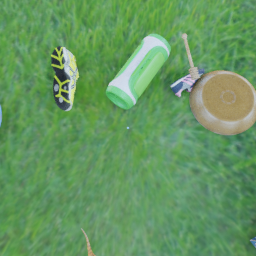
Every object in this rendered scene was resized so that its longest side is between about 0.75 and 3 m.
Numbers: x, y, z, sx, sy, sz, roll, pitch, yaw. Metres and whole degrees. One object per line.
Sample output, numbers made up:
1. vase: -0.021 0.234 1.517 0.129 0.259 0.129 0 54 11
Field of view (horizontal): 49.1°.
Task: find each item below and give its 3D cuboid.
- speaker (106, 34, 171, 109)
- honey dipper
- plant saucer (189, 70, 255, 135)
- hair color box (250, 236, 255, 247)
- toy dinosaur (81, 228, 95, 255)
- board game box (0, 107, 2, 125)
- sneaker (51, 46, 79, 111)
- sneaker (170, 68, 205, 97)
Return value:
1. speaker: 0.298 -1.552 7.654 0.930 0.930 2.103 33 75 10
2. honey dipper: 1.615 -1.872 7.327 0.234 0.234 1.231 -13 86 -4
3. plant saucer: 2.707 -0.792 7.706 1.964 0.348 1.964 0 72 0
4. hair color box: 4.386 2.448 6.415 2.663 0.806 1.331 -30 75 -9
5. toy dinosaur: -0.830 2.957 6.348 0.370 0.651 1.225 -1 31 -19
6. board game box: -4.268 -0.139 7.496 2.023 0.394 1.599 -8 77 3
7. sneaker: -1.617 -1.337 7.646 0.680 0.689 1.803 -13 76 35
8. sneaker: 1.735 -1.279 7.900 1.122 0.393 0.460 -30 93 -7
